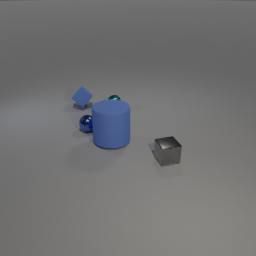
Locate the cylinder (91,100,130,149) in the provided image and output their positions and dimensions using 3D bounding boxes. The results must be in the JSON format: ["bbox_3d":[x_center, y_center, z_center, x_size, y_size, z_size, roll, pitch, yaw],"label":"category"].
[{"bbox_3d":[-0.613,-0.170,10.385,1.400,1.400,1.400,0,26,0],"label":"cylinder"}]

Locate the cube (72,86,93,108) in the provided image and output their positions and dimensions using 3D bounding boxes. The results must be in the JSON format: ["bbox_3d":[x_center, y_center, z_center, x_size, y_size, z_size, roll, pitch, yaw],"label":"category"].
[{"bbox_3d":[-2.157,-1.486,13.237,0.700,0.700,0.700,40,7,-13],"label":"cube"}]

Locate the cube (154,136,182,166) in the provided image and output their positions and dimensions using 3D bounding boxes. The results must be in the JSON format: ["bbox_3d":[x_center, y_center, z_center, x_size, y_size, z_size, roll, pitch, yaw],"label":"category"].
[{"bbox_3d":[1.334,0.778,9.479,0.700,0.700,0.700,-8,29,-15],"label":"cube"}]

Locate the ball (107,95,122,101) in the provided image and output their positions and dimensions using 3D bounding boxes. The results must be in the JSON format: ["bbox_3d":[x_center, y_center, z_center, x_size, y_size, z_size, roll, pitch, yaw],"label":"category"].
[{"bbox_3d":[-0.645,-1.219,13.211,0.700,0.700,0.700,0,28,0],"label":"ball"}]

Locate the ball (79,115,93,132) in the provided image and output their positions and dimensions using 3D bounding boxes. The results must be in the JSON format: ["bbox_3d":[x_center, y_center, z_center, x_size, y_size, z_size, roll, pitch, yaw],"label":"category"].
[{"bbox_3d":[-1.631,-0.187,11.292,0.700,0.700,0.700,0,28,0],"label":"ball"}]
